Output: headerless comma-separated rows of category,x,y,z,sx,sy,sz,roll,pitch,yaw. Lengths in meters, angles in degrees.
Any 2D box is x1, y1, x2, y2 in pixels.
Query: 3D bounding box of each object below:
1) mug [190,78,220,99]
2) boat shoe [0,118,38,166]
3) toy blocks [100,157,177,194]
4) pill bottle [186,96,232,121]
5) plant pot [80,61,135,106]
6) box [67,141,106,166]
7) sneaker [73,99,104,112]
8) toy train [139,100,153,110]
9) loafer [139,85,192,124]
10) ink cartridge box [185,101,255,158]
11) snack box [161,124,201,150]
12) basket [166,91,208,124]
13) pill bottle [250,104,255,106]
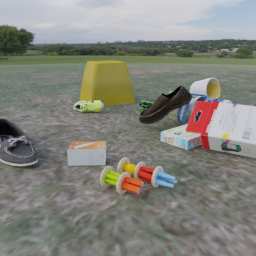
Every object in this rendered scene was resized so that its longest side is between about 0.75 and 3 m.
mug,4.541,-2.118,16.633,1.409,1.716,1.374,7,49,51
boat shoe,-3.554,0.376,8.499,0.954,0.814,2.855,-12,21,-35
toy blocks,0.268,1.169,6.385,1.432,0.520,1.193,11,19,33
pill bottle,3.338,-0.772,11.895,1.923,1.067,1.067,15,22,43
plant pot,-1.241,-2.656,16.072,2.591,2.285,2.591,-8,19,-23
box,-1.143,0.714,7.923,1.029,0.502,0.640,-1,17,-3
sneaker,-1.907,-0.997,13.602,1.735,0.654,0.663,-2,20,33
toy train,1.567,-0.962,13.610,0.689,0.510,2.443,-2,14,-45
loafer,1.310,-0.945,10.619,2.192,0.782,0.800,-31,28,2
ink cartridge box,3.044,0.001,8.395,2.296,0.772,1.334,11,58,30
snack box,2.226,0.227,9.769,1.990,0.369,1.156,-14,22,-39
basket,2.364,-0.854,11.512,1.584,1.396,1.102,17,-13,28
pill bottle,6.135,-0.822,12.989,0.534,0.534,1.005,-12,21,-34
